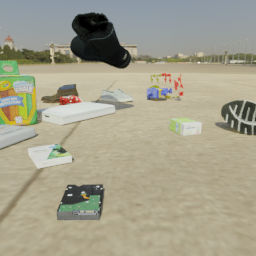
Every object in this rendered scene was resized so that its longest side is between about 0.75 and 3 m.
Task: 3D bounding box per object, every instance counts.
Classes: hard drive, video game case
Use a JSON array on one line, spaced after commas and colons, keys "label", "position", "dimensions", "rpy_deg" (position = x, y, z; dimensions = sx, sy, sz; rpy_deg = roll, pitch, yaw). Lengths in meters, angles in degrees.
[{"label": "hard drive", "position": [-0.757, 1.207, 4.631], "dimensions": [0.657, 0.178, 0.941], "rpy_deg": [-1, 13, -2]}, {"label": "hard drive", "position": [-2.218, -0.682, 11.825], "dimensions": [1.939, 0.392, 2.939], "rpy_deg": [10, 17, 36]}, {"label": "video game case", "position": [-4.636, 0.340, 7.847], "dimensions": [2.677, 0.324, 2.941], "rpy_deg": [6, 16, 21]}]

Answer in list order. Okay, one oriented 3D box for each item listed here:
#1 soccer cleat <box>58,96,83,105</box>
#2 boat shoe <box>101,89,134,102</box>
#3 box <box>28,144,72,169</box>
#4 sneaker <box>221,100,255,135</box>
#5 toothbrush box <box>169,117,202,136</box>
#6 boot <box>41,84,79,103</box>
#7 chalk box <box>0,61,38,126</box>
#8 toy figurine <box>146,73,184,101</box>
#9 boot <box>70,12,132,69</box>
[{"label": "soccer cleat", "position": [-2.843, -1.418, 14.418], "dimensions": [1.720, 0.590, 0.733], "rpy_deg": [5, 22, 38]}, {"label": "boat shoe", "position": [-0.643, -1.889, 16.004], "dimensions": [2.019, 0.719, 0.704], "rpy_deg": [6, 15, 23]}, {"label": "box", "position": [-1.914, 0.658, 6.804], "dimensions": [0.800, 0.201, 1.108], "rpy_deg": [-8, 17, -29]}, {"label": "sneaker", "position": [4.466, -0.289, 9.206], "dimensions": [2.722, 1.064, 1.229], "rpy_deg": [15, 15, 22]}, {"label": "toothbrush box", "position": [1.884, -0.062, 9.296], "dimensions": [0.672, 0.397, 0.922], "rpy_deg": [-5, 14, -23]}, {"label": "boot", "position": [-3.799, -1.942, 15.573], "dimensions": [2.121, 1.028, 0.792], "rpy_deg": [-1, 14, -4]}, {"label": "chalk box", "position": [-4.291, -1.289, 10.290], "dimensions": [1.431, 2.292, 1.421], "rpy_deg": [-11, 17, -36]}, {"label": "toy figurine", "position": [1.621, -2.340, 16.436], "dimensions": [1.767, 1.555, 2.949], "rpy_deg": [-16, 19, -33]}, {"label": "boot", "position": [-1.407, -3.353, 10.340], "dimensions": [2.905, 1.110, 2.441], "rpy_deg": [24, -7, 23]}]
